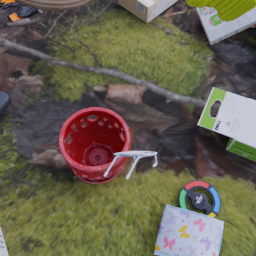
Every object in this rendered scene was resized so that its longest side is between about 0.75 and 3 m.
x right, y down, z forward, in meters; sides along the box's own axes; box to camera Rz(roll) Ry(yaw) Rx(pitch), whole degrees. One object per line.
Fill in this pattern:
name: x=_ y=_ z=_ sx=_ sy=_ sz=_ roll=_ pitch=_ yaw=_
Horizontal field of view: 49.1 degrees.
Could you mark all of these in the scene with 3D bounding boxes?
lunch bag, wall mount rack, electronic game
lunch bag: x=1.458 y=2.626 z=6.670 sx=1.435 sy=0.913 sz=1.217 roll=11 pitch=71 yaw=16
wall mount rack: x=0.052 y=0.744 z=5.925 sx=0.988 sy=1.137 sz=0.424 roll=-10 pitch=94 yaw=-45
electronic game: x=1.897 y=1.941 z=7.427 sx=1.132 sy=0.235 sz=1.132 roll=0 pitch=67 yaw=0

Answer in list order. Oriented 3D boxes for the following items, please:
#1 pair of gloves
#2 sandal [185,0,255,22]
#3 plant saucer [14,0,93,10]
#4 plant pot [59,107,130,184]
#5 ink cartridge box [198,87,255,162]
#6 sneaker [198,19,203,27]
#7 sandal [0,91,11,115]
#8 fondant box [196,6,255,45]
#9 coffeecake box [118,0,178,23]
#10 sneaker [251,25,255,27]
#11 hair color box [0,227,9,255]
pair of gloves: x=-4.311 y=-4.904 z=11.104 sx=1.378 sy=0.191 sz=1.547 roll=-35 pitch=68 yaw=-17
sandal: x=2.476 y=-3.718 z=7.417 sx=2.784 sy=1.106 sz=1.212 roll=1 pitch=70 yaw=-43
plant saucer: x=-2.090 y=-4.019 z=7.361 sx=2.686 sy=0.396 sz=2.686 roll=7 pitch=53 yaw=-10
plant pot: x=-0.808 y=0.570 z=7.415 sx=1.749 sy=1.593 sz=1.749 roll=0 pitch=62 yaw=1
ink cartridge box: x=3.212 y=-0.128 z=8.249 sx=2.085 sy=0.790 sz=1.541 roll=23 pitch=65 yaw=13
sneaker: x=3.426 y=-4.142 z=10.373 sx=1.593 sy=0.778 sz=0.563 roll=-5 pitch=65 yaw=-1
sandal: x=-4.711 y=0.011 z=8.358 sx=1.117 sy=0.629 sz=2.937 roll=37 pitch=78 yaw=25
fondant box: x=3.529 y=-3.990 z=9.703 sx=1.950 sy=0.568 sz=1.407 roll=-22 pitch=87 yaw=16
coffeecake box: x=0.902 y=-5.328 z=10.989 sx=1.631 sy=0.776 sz=2.125 roll=41 pitch=69 yaw=19
sneaker: x=4.501 y=-4.439 z=10.624 sx=0.539 sy=0.573 sz=1.399 roll=-39 pitch=70 yaw=-17
hair color box: x=-3.172 y=3.003 z=6.654 sx=0.405 sy=0.669 sz=1.338 roll=-24 pitch=64 yaw=-12
